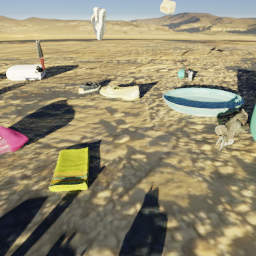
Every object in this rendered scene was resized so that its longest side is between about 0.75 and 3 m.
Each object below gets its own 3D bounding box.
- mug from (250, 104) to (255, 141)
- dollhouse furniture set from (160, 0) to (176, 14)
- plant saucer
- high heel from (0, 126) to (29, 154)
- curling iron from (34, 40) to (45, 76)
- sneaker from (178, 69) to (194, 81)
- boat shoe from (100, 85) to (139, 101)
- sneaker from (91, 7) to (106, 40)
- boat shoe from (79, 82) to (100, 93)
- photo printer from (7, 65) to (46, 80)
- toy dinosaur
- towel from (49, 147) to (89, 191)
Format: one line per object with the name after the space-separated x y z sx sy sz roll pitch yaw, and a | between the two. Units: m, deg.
3.807 -0.073 6.248 2.705 1.673 2.223 -6 27 -30 | mug
1.506 -2.861 5.752 1.355 1.073 0.961 27 51 20 | dollhouse furniture set
2.791 -0.984 10.563 2.942 0.403 2.942 -1 21 0 | plant saucer
-3.351 0.104 7.487 0.878 0.616 1.827 -24 45 -27 | high heel
-2.630 -2.065 8.349 0.187 1.461 0.362 33 58 3 | curling iron
3.098 -2.866 15.067 0.803 0.556 1.330 9 15 9 | sneaker
-0.359 -1.591 11.810 1.899 0.597 0.693 15 26 34 | boat shoe
-0.846 -2.989 7.999 0.356 0.895 0.351 25 42 15 | sneaker
-1.751 -1.921 12.919 0.495 0.413 1.328 13 24 34 | boat shoe
-5.652 -3.075 15.484 1.889 0.656 1.572 -3 23 -6 | photo printer
2.890 -0.028 7.687 0.927 0.698 1.813 -27 -5 25 | toy dinosaur
-1.244 0.857 6.229 0.741 0.155 1.721 -1 21 -6 | towel
